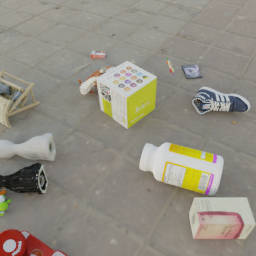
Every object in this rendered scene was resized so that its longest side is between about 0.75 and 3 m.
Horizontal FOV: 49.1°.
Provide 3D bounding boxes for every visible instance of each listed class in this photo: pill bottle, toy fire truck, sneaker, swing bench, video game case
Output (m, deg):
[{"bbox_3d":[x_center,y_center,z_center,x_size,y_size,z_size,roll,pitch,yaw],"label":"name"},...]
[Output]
[{"bbox_3d":[1.759,1.284,9.462,2.590,1.350,1.350,14,47,13],"label":"pill bottle"},{"bbox_3d":[-2.842,3.886,7.084,1.977,1.320,2.354,32,52,4],"label":"toy fire truck"},{"bbox_3d":[3.892,-0.998,12.058,2.355,0.825,1.277,24,45,31],"label":"sneaker"},{"bbox_3d":[-5.262,-1.280,12.077,1.912,1.247,1.922,23,50,21],"label":"swing bench"},{"bbox_3d":[3.302,-2.922,14.491,0.815,0.108,1.140,-4,45,-4],"label":"video game case"}]

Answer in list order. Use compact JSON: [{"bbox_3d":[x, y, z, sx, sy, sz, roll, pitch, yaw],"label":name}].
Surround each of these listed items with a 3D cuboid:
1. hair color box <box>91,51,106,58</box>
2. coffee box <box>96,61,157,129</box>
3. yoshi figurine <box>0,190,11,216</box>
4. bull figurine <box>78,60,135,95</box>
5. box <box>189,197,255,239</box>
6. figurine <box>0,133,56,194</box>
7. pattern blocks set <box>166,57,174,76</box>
[{"bbox_3d":[-1.637,-4.069,15.524,0.757,0.242,0.420,2,45,0],"label":"hair color box"},{"bbox_3d":[-0.018,-1.411,11.798,1.765,1.785,1.782,35,57,29],"label":"coffee box"},{"bbox_3d":[-4.063,2.363,9.023,0.509,0.507,0.906,-11,49,-20],"label":"yoshi figurine"},{"bbox_3d":[-0.940,-2.368,13.012,2.852,0.929,1.732,-28,10,-33],"label":"bull figurine"},{"bbox_3d":[2.730,2.686,8.311,1.597,1.021,0.870,0,45,0],"label":"box"},{"bbox_3d":[-3.921,1.225,9.875,2.287,1.009,2.344,-2,44,4],"label":"figurine"},{"bbox_3d":[1.967,-2.842,12.942,0.074,0.808,0.919,-24,72,21],"label":"pattern blocks set"}]
